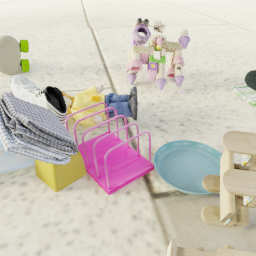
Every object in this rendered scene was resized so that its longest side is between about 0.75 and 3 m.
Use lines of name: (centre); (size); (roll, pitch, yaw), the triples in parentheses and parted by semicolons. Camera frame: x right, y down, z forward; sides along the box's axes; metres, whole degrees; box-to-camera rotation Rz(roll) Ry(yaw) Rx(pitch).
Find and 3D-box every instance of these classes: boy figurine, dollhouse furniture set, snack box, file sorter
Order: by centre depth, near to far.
dollhouse furniture set: (1.524, 1.380, 4.886); (1.464, 1.932, 2.204); (7, 60, 8)
file sorter: (-0.508, 0.352, 6.999); (1.387, 1.252, 1.996); (-25, 40, -28)
snack box: (-3.920, 0.115, 7.674); (2.465, 0.989, 2.923); (-13, 36, -23)
boy figurine: (-1.144, -0.818, 9.078); (2.952, 0.951, 1.836); (1, 46, 3)

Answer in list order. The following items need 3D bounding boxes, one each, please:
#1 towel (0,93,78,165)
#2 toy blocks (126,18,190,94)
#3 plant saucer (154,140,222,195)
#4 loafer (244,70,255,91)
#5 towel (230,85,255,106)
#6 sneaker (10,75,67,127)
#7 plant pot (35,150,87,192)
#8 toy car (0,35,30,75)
towel: (-1.855, 0.001, 5.662); (1.304, 0.674, 1.575); (47, 10, 37)
toy blocks: (1.155, -2.478, 10.898); (2.359, 2.524, 2.125); (4, 74, -7)
plant saucer: (1.557, 0.969, 6.914); (1.884, 0.258, 1.884); (3, 35, -2)
loafer: (5.701, -1.483, 10.429); (2.690, 0.979, 0.972); (21, 7, 17)
towel: (4.733, -1.269, 10.625); (1.043, 0.215, 1.399); (-11, 34, -16)
sneaker: (-2.381, -0.989, 7.712); (2.072, 1.192, 0.782); (42, 49, 7)
plant pot: (-1.652, 0.748, 6.723); (0.931, 0.959, 0.938); (27, 40, 36)
toy car: (-5.636, -3.411, 12.922); (1.754, 1.685, 2.135); (-5, 20, -28)
